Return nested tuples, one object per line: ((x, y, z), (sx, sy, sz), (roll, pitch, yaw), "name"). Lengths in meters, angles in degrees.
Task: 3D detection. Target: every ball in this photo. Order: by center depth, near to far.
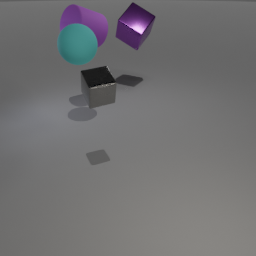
((-1.778, -2.938, 9.881), (1.400, 1.400, 1.400), (0, 28, 0), "ball")

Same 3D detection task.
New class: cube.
((-0.748, -1.027, 7.046), (0.700, 0.700, 0.700), (-15, 54, -19), "cube")
((0.353, -5.162, 14.308), (1.400, 1.400, 1.400), (33, 71, 3), "cube")

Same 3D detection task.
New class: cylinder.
((-1.756, -4.021, 11.189), (1.400, 1.400, 1.400), (25, 18, 39), "cylinder")
